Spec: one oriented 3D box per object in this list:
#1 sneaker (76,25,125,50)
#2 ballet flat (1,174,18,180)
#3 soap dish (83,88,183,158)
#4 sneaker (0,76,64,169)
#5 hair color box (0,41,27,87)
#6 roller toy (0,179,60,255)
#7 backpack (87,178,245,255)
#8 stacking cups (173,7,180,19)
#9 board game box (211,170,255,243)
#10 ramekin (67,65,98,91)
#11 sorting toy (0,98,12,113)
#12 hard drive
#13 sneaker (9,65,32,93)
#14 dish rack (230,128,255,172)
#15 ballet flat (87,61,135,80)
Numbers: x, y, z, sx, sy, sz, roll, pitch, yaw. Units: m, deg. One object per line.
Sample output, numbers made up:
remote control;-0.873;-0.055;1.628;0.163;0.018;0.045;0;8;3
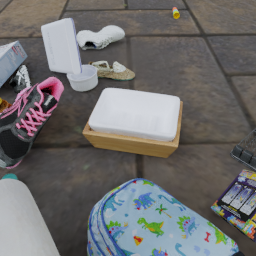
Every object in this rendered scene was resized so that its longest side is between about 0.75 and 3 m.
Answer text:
sneaker;-1.051;-3.496;11.171;1.955;0.728;0.851;-15;54;-5
ballet flat;-2.459;1.325;5.862;0.376;0.393;1.117;-8;16;-25
soap dish;0.201;-0.148;7.163;2.243;0.911;1.765;8;43;9
sneaker;-2.373;-0.321;6.863;1.372;1.137;2.877;-25;34;29
hair color box;-4.314;-1.993;9.187;1.071;0.656;2.164;-9;40;19
roller toy;-1.723;2.130;3.264;2.023;2.895;2.641;-24;59;-24
backpack;0.450;1.969;4.363;1.990;1.875;2.439;-29;36;-34
stacking cups;2.353;-5.729;13.811;0.306;0.306;1.011;2;42;2
board game box;2.185;1.333;5.050;0.362;1.277;1.056;44;86;-5
ramekin;-1.440;-1.602;9.050;0.967;0.472;0.967;-4;42;4
sorting toy;-3.855;-0.044;6.978;1.457;0.995;2.425;19;46;19
hard drive;-2.102;-2.481;8.676;0.287;1.495;2.266;-18;21;-28
sneaker;-3.513;-1.578;9.067;0.666;0.489;1.471;-13;46;-18
dish rack;3.311;0.497;6.883;1.351;0.369;1.036;-32;52;-33
ballet flat;-0.604;-1.969;9.456;1.686;0.550;0.594;3;42;3
